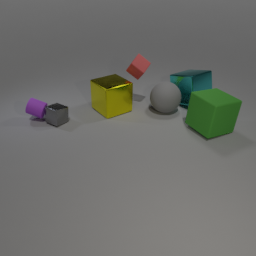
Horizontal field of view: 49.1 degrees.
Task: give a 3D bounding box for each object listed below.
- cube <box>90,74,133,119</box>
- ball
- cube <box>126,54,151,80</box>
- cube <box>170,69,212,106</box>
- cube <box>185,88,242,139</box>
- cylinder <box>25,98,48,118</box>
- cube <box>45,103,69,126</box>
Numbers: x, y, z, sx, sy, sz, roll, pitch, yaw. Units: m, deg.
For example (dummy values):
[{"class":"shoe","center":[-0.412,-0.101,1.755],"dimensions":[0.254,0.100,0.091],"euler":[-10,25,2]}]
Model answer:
[{"class":"cube","center":[-0.743,-1.472,12.694],"dimensions":[1.400,1.400,1.400],"euler":[-20,37,-31]},{"class":"ball","center":[1.689,-1.384,12.624],"dimensions":[1.400,1.400,1.400],"euler":[0,30,0]},{"class":"cube","center":[0.463,-2.743,12.577],"dimensions":[0.700,0.700,0.700],"euler":[37,64,-8]},{"class":"cube","center":[3.007,-1.943,13.317],"dimensions":[1.400,1.400,1.400],"euler":[-20,23,-32]},{"class":"cube","center":[3.334,-0.619,11.066],"dimensions":[1.400,1.400,1.400],"euler":[-11,34,-27]},{"class":"cylinder","center":[-3.885,-0.847,11.910],"dimensions":[0.700,0.700,0.700],"euler":[20,30,-5]},{"class":"cube","center":[-3.002,-0.577,11.814],"dimensions":[0.700,0.700,0.700],"euler":[19,28,29]}]
